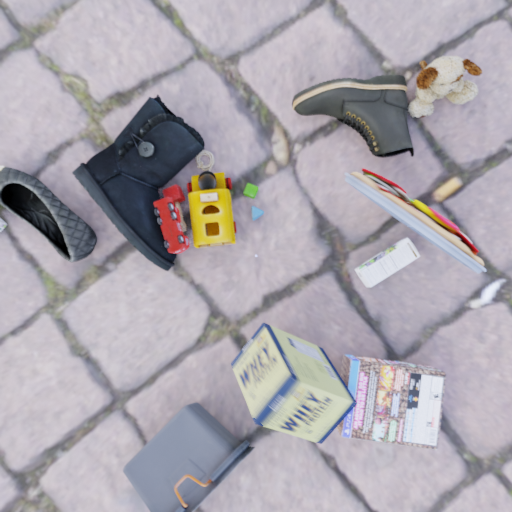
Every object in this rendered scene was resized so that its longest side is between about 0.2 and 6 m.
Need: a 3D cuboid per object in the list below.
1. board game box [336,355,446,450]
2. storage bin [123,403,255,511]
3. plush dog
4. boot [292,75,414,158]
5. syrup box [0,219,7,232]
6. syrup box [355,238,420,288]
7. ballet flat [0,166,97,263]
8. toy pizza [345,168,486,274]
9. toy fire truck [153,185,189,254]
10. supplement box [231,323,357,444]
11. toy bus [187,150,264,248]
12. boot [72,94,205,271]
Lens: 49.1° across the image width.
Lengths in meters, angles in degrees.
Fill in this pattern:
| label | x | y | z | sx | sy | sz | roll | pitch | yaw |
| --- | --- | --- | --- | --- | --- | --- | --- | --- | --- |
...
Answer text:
| label | x | y | z | sx | sy | sz | roll | pitch | yaw |
| --- | --- | --- | --- | --- | --- | --- | --- | --- | --- |
| board game box | 2.550 | 2.779 | 10.791 | 1.827 | 0.885 | 1.457 | 8 | 87 | 0 |
| storage bin | -1.368 | 3.910 | 10.500 | 1.485 | 1.609 | 2.211 | 44 | 88 | 13 |
| plush dog | 3.648 | -3.509 | 10.984 | 1.441 | 1.237 | 1.156 | -18 | 87 | -1 |
| boot | 1.966 | -2.616 | 11.067 | 2.324 | 0.900 | 1.608 | -9 | 84 | 0 |
| syrup box | -5.657 | -0.865 | 11.204 | 1.205 | 0.491 | 0.474 | 42 | 87 | 2 |
| syrup box | 2.606 | 0.139 | 11.161 | 1.171 | 0.461 | 0.477 | -33 | 87 | -2 |
| ballet flat | -4.317 | -0.883 | 10.975 | 2.706 | 0.769 | 0.899 | 35 | 121 | 2 |
| toy pizza | 2.862 | -0.711 | 9.947 | 2.978 | 2.978 | 0.472 | 35 | 100 | 2 |
| toy fire truck | -1.572 | -0.714 | 10.817 | 0.347 | 1.005 | 1.425 | -20 | 83 | 12 |
| supplement box | 0.636 | 2.270 | 10.034 | 1.578 | 1.580 | 1.060 | 27 | 108 | -31 |
| toy bus | -0.890 | -1.023 | 10.987 | 1.836 | 0.949 | 1.732 | 37 | 87 | 2 |
| boot | -1.873 | -1.458 | 10.927 | 2.386 | 1.084 | 2.839 | -42 | 81 | 2 |
